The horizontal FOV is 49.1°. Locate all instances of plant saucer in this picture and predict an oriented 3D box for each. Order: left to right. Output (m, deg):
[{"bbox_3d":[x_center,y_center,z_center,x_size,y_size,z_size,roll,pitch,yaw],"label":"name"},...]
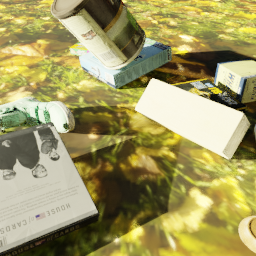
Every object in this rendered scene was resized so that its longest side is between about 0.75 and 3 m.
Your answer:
[{"bbox_3d":[2.378,1.826,4.855,0.843,0.149,0.843,0,34,0],"label":"plant saucer"}]

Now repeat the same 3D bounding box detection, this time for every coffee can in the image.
[{"bbox_3d":[-0.843,-3.327,8.796,1.845,2.522,1.845,-19,52,27],"label":"coffee can"}]

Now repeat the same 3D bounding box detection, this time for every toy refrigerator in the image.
[{"bbox_3d":[1.542,-0.276,7.037,2.598,0.986,0.909,29,-1,36],"label":"toy refrigerator"}]

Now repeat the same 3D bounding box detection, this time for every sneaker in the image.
[{"bbox_3d":[-2.497,-0.177,7.180,2.317,0.853,1.367,14,30,37],"label":"sneaker"}]

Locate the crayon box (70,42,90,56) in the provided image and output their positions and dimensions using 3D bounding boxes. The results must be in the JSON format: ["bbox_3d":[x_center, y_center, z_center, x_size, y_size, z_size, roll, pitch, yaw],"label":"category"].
[{"bbox_3d":[-1.903,-3.605,12.768,1.151,0.335,0.993,11,35,16],"label":"crayon box"}]

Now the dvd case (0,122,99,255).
[{"bbox_3d":[-2.035,1.032,5.486,2.042,0.336,2.717,-16,47,-24],"label":"dvd case"}]

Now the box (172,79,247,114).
[{"bbox_3d":[2.240,-0.789,8.452,1.614,0.499,2.021,-10,35,-17],"label":"box"}]

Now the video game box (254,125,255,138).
[{"bbox_3d":[4.048,0.690,6.114,2.195,0.564,2.409,11,35,13],"label":"video game box"}]

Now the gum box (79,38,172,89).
[{"bbox_3d":[-0.099,-2.688,10.785,2.739,0.610,2.327,-30,43,-24],"label":"gum box"}]

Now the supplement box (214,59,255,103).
[{"bbox_3d":[3.814,-1.562,9.223,1.338,0.898,1.336,-12,36,-17],"label":"supplement box"}]
